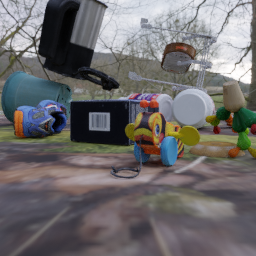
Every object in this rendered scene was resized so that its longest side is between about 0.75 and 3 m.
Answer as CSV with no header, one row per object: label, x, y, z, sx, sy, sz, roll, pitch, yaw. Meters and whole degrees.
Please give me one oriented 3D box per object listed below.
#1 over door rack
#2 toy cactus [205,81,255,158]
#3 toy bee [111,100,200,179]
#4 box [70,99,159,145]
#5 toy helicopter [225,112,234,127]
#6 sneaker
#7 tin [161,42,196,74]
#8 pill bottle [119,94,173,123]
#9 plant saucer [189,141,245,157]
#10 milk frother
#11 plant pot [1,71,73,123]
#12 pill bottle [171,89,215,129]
over door rack,1.621,-2.567,10.346,2.976,2.198,0.991,11,-2,-7
toy cactus,1.443,-0.139,3.846,0.611,0.987,1.196,-22,18,-5
toy bee,0.359,0.060,3.211,0.911,0.757,1.392,2,4,10
box,-0.236,-0.156,5.608,1.335,0.823,1.324,3,4,28
toy helicopter,3.479,-0.263,8.598,1.090,0.650,1.648,1,12,-32
sneaker,-1.877,-0.169,6.786,0.893,0.857,2.276,8,14,4
tin,2.020,-2.826,11.554,1.245,0.466,2.224,16,-10,3
pill bottle,0.527,-0.667,10.025,2.005,1.117,1.117,6,7,40
plant saucer,1.293,0.294,4.100,0.786,0.139,0.786,0,4,0
milk frother,-1.370,-3.044,9.900,2.998,2.820,2.706,18,14,-2
plant pot,-3.417,-1.059,11.024,2.055,2.098,2.098,10,6,12
pill bottle,2.027,-0.590,8.692,1.212,1.212,2.190,2,5,19
